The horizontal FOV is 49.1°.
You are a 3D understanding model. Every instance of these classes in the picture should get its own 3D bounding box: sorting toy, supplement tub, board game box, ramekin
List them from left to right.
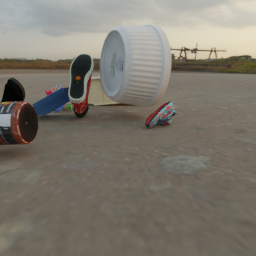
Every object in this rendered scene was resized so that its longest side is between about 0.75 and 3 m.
[{"bbox_3d":[-3.036,-0.087,6.264,1.810,0.968,0.968,-2,13,8],"label":"supplement tub"},{"bbox_3d":[-2.823,-1.061,10.221,1.802,0.351,1.424,-30,-11,-4],"label":"board game box"},{"bbox_3d":[-2.777,-1.213,12.190,1.104,0.267,1.962,-6,38,-3],"label":"sorting toy"},{"bbox_3d":[0.097,-2.236,10.060,1.553,2.959,2.959,-1,13,-26],"label":"ramekin"}]

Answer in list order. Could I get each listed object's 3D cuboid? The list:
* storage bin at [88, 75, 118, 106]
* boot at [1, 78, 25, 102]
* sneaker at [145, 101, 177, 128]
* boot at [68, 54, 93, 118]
[{"bbox_3d":[-0.492,-2.109,14.257,2.891,1.365,2.912,-4,13,6],"label":"storage bin"},{"bbox_3d":[-3.466,-0.593,7.854,0.565,1.501,1.122,30,46,3],"label":"boot"},{"bbox_3d":[1.128,-0.320,8.959,1.333,0.637,0.528,-39,7,-31],"label":"sneaker"},{"bbox_3d":[-1.697,-1.530,10.354,0.775,2.140,1.544,6,-26,1],"label":"boot"}]
